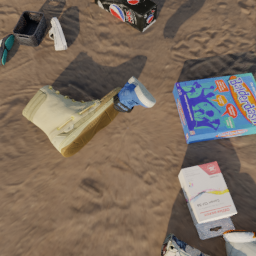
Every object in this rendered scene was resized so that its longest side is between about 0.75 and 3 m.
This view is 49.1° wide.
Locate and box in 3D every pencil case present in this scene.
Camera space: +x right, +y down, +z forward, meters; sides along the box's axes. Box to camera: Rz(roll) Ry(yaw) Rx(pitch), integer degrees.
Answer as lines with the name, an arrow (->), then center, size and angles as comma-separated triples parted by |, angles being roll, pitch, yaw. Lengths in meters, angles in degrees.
pencil case -> 1.836, 3.511, 7.091 | 2.119, 0.948, 0.824 | 25, 78, 12

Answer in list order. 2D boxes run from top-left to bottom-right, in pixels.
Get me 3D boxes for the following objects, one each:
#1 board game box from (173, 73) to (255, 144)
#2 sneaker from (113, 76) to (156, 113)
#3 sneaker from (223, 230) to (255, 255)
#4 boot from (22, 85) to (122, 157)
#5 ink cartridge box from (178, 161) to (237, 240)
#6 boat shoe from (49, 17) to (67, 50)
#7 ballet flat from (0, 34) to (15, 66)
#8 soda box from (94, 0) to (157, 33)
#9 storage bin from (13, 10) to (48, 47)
board game box -> 3.131, -0.711, 9.483 | 2.777, 0.625, 2.112 | -8, 63, -4
sneaker -> 0.097, -0.689, 7.305 | 0.957, 0.660, 1.719 | -48, 27, 12
sneaker -> 3.603, 3.242, 7.436 | 2.095, 0.793, 0.964 | 0, 75, 5
boot -> -1.706, -0.773, 9.302 | 2.332, 1.092, 3.000 | 39, 72, 19
ink cartridge box -> 2.305, 2.051, 8.023 | 1.132, 0.656, 1.943 | -12, 63, -6
boat shoe -> -2.873, -3.726, 11.132 | 0.529, 0.579, 1.610 | -17, 72, -14
ballet flat -> -4.839, -3.072, 10.785 | 0.545, 0.545, 1.491 | 6, 65, 3
soda box -> -0.157, -5.181, 11.679 | 2.783, 0.881, 0.985 | 38, 70, 19
storage bin -> -3.884, -3.972, 11.206 | 0.894, 0.620, 1.322 | 10, 62, 5
